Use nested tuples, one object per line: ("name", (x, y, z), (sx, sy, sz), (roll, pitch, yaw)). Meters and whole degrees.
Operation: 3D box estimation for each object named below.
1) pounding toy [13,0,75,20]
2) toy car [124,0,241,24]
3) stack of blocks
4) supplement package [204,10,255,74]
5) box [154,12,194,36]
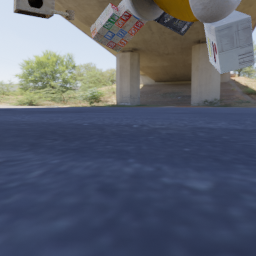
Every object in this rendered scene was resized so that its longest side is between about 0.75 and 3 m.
("pounding toy", (-2.626, -4.046, 9.002), (1.865, 0.853, 1.639), (1, 14, -26))
("toy car", (0.631, -2.794, 4.179), (2.167, 1.856, 2.476), (26, 3, 44))
("stack of blocks", (-0.206, -3.876, 10.042), (1.250, 0.636, 2.170), (19, -44, -39))
("supplement package", (2.754, -2.385, 7.712), (0.943, 1.282, 1.226), (-15, 28, 8))
("box", (1.283, -3.069, 6.761), (1.128, 0.344, 1.424), (21, -40, -18))
